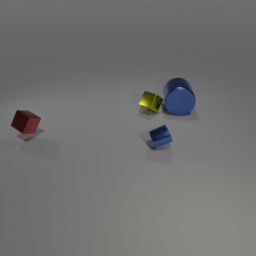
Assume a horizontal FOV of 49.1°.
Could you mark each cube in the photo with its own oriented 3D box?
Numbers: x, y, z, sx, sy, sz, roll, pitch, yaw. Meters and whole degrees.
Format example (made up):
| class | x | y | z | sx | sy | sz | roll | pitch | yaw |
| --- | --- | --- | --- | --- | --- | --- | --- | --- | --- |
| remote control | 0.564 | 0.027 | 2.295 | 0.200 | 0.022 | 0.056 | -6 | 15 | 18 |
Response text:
| class | x | y | z | sx | sy | sz | roll | pitch | yaw |
| --- | --- | --- | --- | --- | --- | --- | --- | --- | --- |
| cube | -3.984 | -0.235 | 10.944 | 0.700 | 0.700 | 0.700 | 29 | 12 | 19 |
| cube | 1.076 | -1.235 | 13.040 | 0.700 | 0.700 | 0.700 | 24 | 2 | 38 |

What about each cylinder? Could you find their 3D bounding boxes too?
| class | x | y | z | sx | sy | sz | roll | pitch | yaw |
| --- | --- | --- | --- | --- | --- | --- | --- | --- | --- |
| cylinder | 1.221 | 0.317 | 10.428 | 0.700 | 0.700 | 0.700 | -23 | 29 | 6 |
| cylinder | 2.403 | -1.505 | 13.275 | 1.400 | 1.400 | 1.400 | 1 | 29 | 3 |
